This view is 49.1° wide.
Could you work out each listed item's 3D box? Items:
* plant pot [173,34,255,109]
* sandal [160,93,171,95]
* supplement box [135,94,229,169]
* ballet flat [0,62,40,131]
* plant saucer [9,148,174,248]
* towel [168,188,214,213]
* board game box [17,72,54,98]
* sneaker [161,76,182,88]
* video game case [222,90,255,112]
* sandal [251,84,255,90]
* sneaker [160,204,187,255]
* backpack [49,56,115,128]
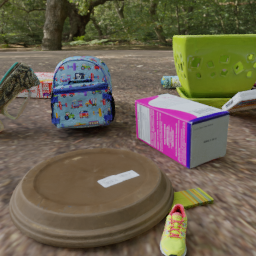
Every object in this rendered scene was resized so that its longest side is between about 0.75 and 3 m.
[{"bbox_3d":[3.142,-2.124,10.345,2.796,2.550,2.810,-1,19,2],"label":"plant pot"},{"bbox_3d":[1.216,-0.654,8.774,1.099,0.790,2.767,6,20,18],"label":"sandal"},{"bbox_3d":[1.132,-0.046,6.473,1.052,1.075,2.079,-14,25,-26],"label":"supplement box"},{"bbox_3d":[-3.469,-0.522,7.497,2.794,1.052,0.948,-41,20,6],"label":"ballet flat"},{"bbox_3d":[-0.576,0.917,4.668,2.667,0.393,2.667,-1,18,0],"label":"plant saucer"},{"bbox_3d":[0.813,1.174,4.494,1.042,0.094,0.448,-7,16,-19],"label":"towel"},{"bbox_3d":[-4.028,-2.037,13.017,2.250,0.688,2.970,2,19,7],"label":"board game box"},{"bbox_3d":[2.280,-2.182,13.523,1.146,0.698,1.756,-6,10,-22],"label":"sneaker"},{"bbox_3d":[3.943,-0.842,8.028,2.040,0.249,2.853,-9,-4,10],"label":"video game case"},{"bbox_3d":[5.452,-1.961,13.073,0.868,0.521,2.313,-11,22,-30],"label":"sandal"},{"bbox_3d":[0.605,1.301,3.628,0.333,0.384,0.851,5,21,10],"label":"sneaker"},{"bbox_3d":[-1.266,-1.037,7.753,1.818,1.991,1.340,-1,5,-4],"label":"backpack"}]
